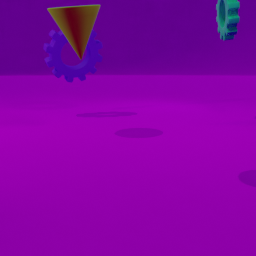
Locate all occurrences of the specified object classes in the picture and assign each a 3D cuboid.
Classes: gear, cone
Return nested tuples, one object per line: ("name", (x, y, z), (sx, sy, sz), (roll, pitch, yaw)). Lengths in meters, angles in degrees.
("gear", (2.794, -3.249, 7.905), (0.269, 1.455, 1.455), (-6, 11, 6))
("gear", (-1.768, -2.461, 9.202), (1.899, 1.899, 0.351), (-6, 33, -29))
("cone", (-1.153, -2.151, 6.425), (1.162, 1.166, 1.162), (-4, 23, 2))
